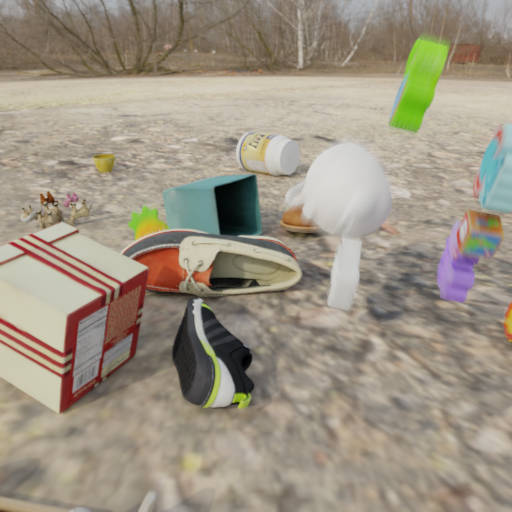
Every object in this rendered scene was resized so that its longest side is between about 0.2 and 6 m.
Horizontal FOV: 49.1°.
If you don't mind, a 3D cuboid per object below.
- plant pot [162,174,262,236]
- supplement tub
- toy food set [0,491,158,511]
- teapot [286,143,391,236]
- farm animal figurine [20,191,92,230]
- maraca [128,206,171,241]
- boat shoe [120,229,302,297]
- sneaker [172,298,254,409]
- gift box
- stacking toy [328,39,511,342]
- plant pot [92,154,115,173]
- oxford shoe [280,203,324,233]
[{"bbox_3d":[-0.979,-0.946,11.276,1.749,1.236,1.235,8,23,40],"label":"plant pot"},{"bbox_3d":[0.343,-2.900,15.970,1.570,1.133,1.133,16,27,36],"label":"supplement tub"},{"bbox_3d":[-2.281,2.218,3.979,2.656,0.802,1.905,5,23,11],"label":"toy food set"},{"bbox_3d":[1.063,-0.795,7.551,1.003,1.374,1.356,-27,71,-13],"label":"teapot"},{"bbox_3d":[-4.214,-0.875,11.898,1.130,0.589,1.118,14,38,18],"label":"farm animal figurine"},{"bbox_3d":[-1.752,-0.330,9.443,0.694,1.013,0.542,-27,2,9],"label":"maraca"},{"bbox_3d":[-0.719,0.185,8.787,2.866,1.020,0.897,-1,24,-14],"label":"boat shoe"},{"bbox_3d":[-0.501,1.229,6.825,0.850,0.736,2.053,15,20,-18],"label":"sneaker"},{"bbox_3d":[-2.457,0.749,6.609,1.638,1.754,1.618,26,25,17],"label":"gift box"},{"bbox_3d":[2.565,-0.467,6.366,2.790,3.700,0.869,13,44,2],"label":"stacking toy"},{"bbox_3d":[-4.427,-2.679,16.342,0.639,0.454,0.639,1,22,0],"label":"plant pot"},{"bbox_3d":[1.353,-1.276,12.158,1.095,1.094,3.070,12,27,24],"label":"oxford shoe"}]
